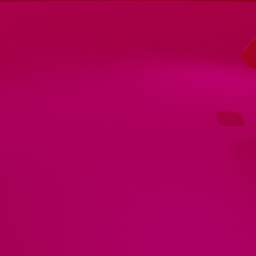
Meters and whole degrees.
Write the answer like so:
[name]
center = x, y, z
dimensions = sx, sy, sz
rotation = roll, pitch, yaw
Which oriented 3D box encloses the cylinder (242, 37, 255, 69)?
[cylinder]
center = 4.164, -2.414, 8.799
dimensions = 0.811, 0.811, 0.811
rotation = 3, 70, -7
